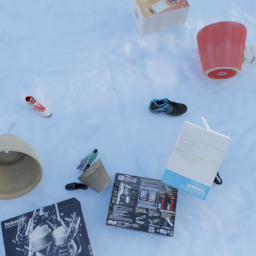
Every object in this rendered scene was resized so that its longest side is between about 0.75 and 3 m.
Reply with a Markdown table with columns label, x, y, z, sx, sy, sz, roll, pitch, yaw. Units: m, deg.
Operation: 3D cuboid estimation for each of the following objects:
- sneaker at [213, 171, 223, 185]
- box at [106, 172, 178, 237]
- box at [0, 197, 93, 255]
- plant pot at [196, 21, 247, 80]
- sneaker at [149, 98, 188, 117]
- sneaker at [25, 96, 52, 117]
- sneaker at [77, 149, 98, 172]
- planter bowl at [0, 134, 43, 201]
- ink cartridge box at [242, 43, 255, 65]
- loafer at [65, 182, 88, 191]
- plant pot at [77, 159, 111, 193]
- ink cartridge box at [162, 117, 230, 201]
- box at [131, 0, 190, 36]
| label | x | y | z | sx | sy | sz | roll | pitch | yaw |
| --- | --- | --- | --- | --- | --- | --- | --- | --- | --- |
| sneaker | 3.092 | 1.437 | 10.214 | 0.567 | 0.491 | 1.296 | -31 | 71 | -17 |
| box | 0.504 | 2.629 | 9.661 | 2.287 | 0.569 | 1.803 | 8 | 68 | 3 |
| box | -2.473 | 3.682 | 8.867 | 2.409 | 1.254 | 2.193 | -18 | 68 | -7 |
| plant pot | 3.770 | -2.991 | 11.310 | 2.005 | 2.005 | 1.774 | 2 | 80 | 1 |
| sneaker | 1.606 | -0.839 | 11.003 | 1.542 | 0.632 | 0.565 | 2 | 59 | -3 |
| sneaker | -3.567 | -0.856 | 11.043 | 1.152 | 0.617 | 0.385 | 31 | 71 | 12 |
| sneaker | -1.520 | 1.141 | 10.396 | 0.439 | 0.373 | 1.004 | 15 | 58 | 29 |
| planter bowl | -4.148 | 1.148 | 9.568 | 2.235 | 2.235 | 1.504 | -22 | 42 | -8 |
| ink cartridge box | 5.185 | -3.178 | 12.061 | 1.095 | 0.462 | 0.800 | -3 | 68 | -1 |
| loafer | -1.857 | 2.077 | 10.052 | 0.848 | 0.267 | 0.305 | -1 | 68 | 0 |
| plant pot | -1.105 | 1.752 | 9.879 | 1.048 | 1.048 | 0.909 | -42 | 91 | -15 |
| ink cartridge box | 2.335 | 0.867 | 9.277 | 1.490 | 1.529 | 2.379 | 23 | 98 | 18 |
| box | 1.398 | -5.390 | 12.586 | 2.160 | 1.148 | 1.644 | -17 | 69 | -7 |
